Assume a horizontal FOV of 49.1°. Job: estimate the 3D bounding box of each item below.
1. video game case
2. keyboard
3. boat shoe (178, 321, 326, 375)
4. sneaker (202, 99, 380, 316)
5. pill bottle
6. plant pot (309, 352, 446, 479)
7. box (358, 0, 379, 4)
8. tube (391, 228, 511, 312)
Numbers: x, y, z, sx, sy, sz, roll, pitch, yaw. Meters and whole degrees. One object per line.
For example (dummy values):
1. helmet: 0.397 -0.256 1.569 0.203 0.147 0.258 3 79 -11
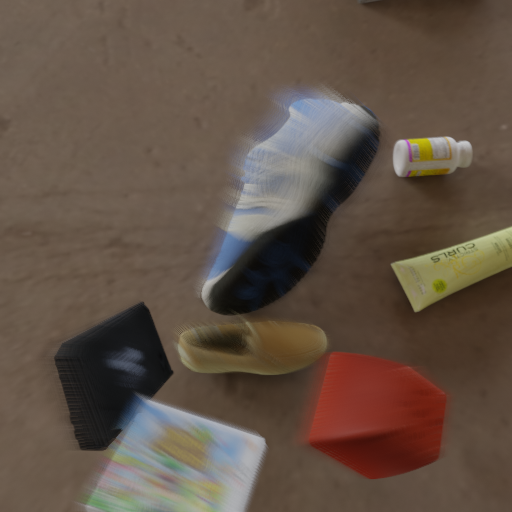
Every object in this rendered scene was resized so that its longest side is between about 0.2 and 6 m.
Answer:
1. video game case: -0.670 1.941 4.984 1.241 0.137 1.130 15 43 10
2. keyboard: -1.358 1.299 5.814 0.285 2.220 1.333 -20 92 9
3. boat shoe: -0.029 1.179 7.489 2.014 0.767 0.722 -7 57 -5
4. sneaker: 0.318 -0.691 7.986 1.334 1.311 3.463 36 90 38
5. pill bottle: 2.774 -1.563 8.826 1.109 0.578 0.578 -4 68 -2
6. plant pot: 1.477 1.824 6.417 1.165 1.028 1.166 36 57 -26
7. box: 2.880 -5.892 10.512 2.536 0.613 2.008 -12 69 -4
8. tube: 3.098 0.122 8.217 2.076 0.539 0.602 -20 26 -4
